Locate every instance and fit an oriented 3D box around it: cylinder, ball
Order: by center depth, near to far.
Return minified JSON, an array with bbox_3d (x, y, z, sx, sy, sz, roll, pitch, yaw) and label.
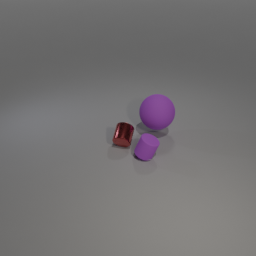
[{"bbox_3d":[0.663,0.669,9.869,0.700,0.700,0.700,18,30,-11],"label":"cylinder"},{"bbox_3d":[-0.171,0.251,10.493,0.700,0.700,0.700,8,61,13],"label":"cylinder"},{"bbox_3d":[1.144,-0.626,10.995,1.400,1.400,1.400,0,29,0],"label":"ball"}]
